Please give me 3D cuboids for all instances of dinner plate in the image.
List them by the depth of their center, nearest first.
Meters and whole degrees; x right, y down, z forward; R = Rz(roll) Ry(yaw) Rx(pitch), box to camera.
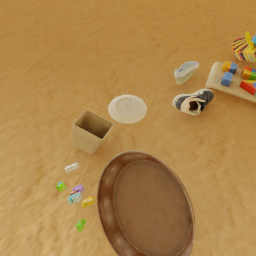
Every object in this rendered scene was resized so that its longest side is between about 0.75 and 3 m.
[{"bbox_3d":[-0.008,-0.553,7.599,1.051,0.127,1.051,1,51,-1],"label":"dinner plate"}]

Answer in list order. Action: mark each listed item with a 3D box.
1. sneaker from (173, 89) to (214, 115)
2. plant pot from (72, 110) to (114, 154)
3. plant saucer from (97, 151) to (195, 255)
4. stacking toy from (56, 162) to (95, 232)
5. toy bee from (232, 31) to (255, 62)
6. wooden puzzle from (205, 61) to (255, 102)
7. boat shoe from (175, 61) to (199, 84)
[{"bbox_3d":[1.829,-0.649,7.278,1.351,0.530,0.537,-16,39,-29],"label":"sneaker"},{"bbox_3d":[-0.877,0.152,6.579,0.753,0.668,0.754,28,35,3],"label":"plant pot"},{"bbox_3d":[0.299,1.483,5.024,0.380,2.206,2.206,-5,44,-46],"label":"plant saucer"},{"bbox_3d":[-0.935,1.224,5.189,0.278,0.893,1.184,-23,10,3],"label":"stacking toy"},{"bbox_3d":[3.746,-2.180,7.925,1.374,2.098,1.141,40,76,-13],"label":"toy bee"},{"bbox_3d":[3.119,-1.422,7.969,1.564,0.362,1.449,18,45,14],"label":"wooden puzzle"},{"bbox_3d":[1.676,-1.621,8.091,0.417,0.359,1.158,23,42,34],"label":"boat shoe"}]
